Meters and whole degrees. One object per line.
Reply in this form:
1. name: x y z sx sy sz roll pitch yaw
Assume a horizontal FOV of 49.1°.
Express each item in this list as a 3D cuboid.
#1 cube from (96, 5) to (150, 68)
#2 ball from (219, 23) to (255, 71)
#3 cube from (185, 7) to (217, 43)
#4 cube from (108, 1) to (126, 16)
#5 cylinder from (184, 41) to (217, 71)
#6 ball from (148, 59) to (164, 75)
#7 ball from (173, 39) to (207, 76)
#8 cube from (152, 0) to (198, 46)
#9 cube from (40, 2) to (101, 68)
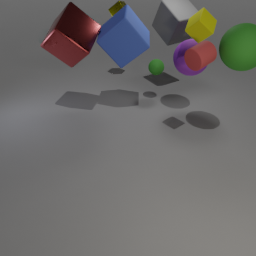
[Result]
1. cube: -0.144 -3.427 10.517 1.400 1.400 1.400 -31 33 27
2. ball: 3.486 -2.435 8.477 1.400 1.400 1.400 0 31 0
3. cube: 2.501 -3.502 9.598 0.700 0.700 0.700 -23 39 53
4. cube: -0.381 -5.582 13.450 0.700 0.700 0.700 -29 7 28
5. cylinder: 2.187 -2.181 8.459 0.700 0.700 0.700 -33 43 -24
6. ball: 1.251 -2.694 12.393 0.700 0.700 0.700 0 31 0
7. ball: 2.482 -2.761 11.002 1.400 1.400 1.400 0 31 0
8. cube: 2.175 -4.814 12.606 1.400 1.400 1.400 -21 68 -26
9. cube: -2.078 -3.351 10.238 1.400 1.400 1.400 -18 47 51
